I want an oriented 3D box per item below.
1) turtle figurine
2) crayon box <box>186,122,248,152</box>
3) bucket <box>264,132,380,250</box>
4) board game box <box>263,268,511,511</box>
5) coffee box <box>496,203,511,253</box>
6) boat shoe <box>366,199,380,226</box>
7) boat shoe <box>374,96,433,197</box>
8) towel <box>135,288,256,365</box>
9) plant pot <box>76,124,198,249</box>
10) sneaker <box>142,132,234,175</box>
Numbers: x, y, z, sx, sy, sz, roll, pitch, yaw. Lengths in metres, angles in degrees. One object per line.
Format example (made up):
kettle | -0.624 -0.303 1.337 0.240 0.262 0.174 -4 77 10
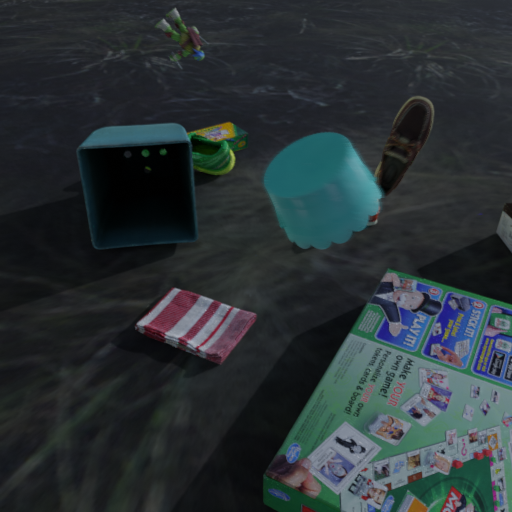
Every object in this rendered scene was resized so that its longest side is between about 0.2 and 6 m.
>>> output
turtle figurine | -1.835 -5.195 13.505 0.926 1.248 1.287 -36 27 13
crayon box | -1.111 -3.115 15.211 1.557 0.454 0.925 -22 41 -27
bucket | 0.736 -0.786 6.530 1.253 0.815 1.253 -19 41 18
board game box | 2.565 2.085 7.834 3.157 0.683 4.692 19 40 23
coffee box | 5.699 -0.271 11.033 1.067 0.753 1.887 -3 36 -4
boat shoe | 2.239 -1.415 12.748 0.692 0.608 1.944 -11 36 -11
boat shoe | 2.121 -1.541 8.151 0.549 1.521 0.547 25 36 4
towel | -1.031 1.122 9.594 1.738 0.198 1.252 16 38 22
plant pot | -2.454 -1.823 12.131 2.112 2.113 2.990 -5 28 -7
sneaker | -1.810 -2.666 13.974 2.546 1.064 0.943 3 56 5
